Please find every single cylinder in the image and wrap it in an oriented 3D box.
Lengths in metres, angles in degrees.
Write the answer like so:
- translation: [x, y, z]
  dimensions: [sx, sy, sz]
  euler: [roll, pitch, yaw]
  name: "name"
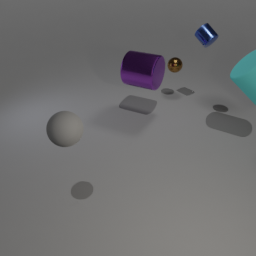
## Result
- translation: [0.616, -2.341, 11.373]
  dimensions: [1.400, 1.400, 1.400]
  euler: [16, 35, 23]
  name: "cylinder"
- translation: [3.222, -3.802, 11.506]
  dimensions: [0.700, 0.700, 0.700]
  euler: [-28, 78, -37]
  name: "cylinder"
- translation: [4.423, -1.686, 9.360]
  dimensions: [1.400, 1.400, 1.400]
  euler: [42, 32, -13]
  name: "cylinder"

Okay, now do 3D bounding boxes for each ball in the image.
- translation: [2.176, -2.915, 12.965]
  dimensions: [0.700, 0.700, 0.700]
  euler: [0, 32, 0]
  name: "ball"
- translation: [-1.208, 0.020, 5.385]
  dimensions: [0.700, 0.700, 0.700]
  euler: [0, 32, 0]
  name: "ball"
